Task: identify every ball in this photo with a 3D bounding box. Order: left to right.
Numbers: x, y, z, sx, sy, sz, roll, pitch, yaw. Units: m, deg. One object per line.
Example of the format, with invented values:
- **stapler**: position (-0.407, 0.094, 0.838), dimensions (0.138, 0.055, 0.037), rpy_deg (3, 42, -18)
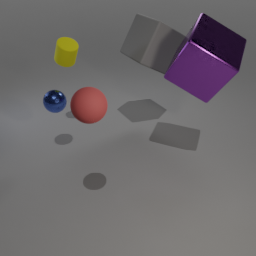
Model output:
- **ball**: position (-2.208, -0.804, 8.464), dimensions (0.700, 0.700, 0.700), rpy_deg (0, 30, 0)
- **ball**: position (-0.738, -0.429, 5.309), dimensions (0.700, 0.700, 0.700), rpy_deg (0, 30, 0)

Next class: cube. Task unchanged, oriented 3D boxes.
- **cube**: position (0.856, -2.797, 9.446), dimensions (1.400, 1.400, 1.400), rpy_deg (12, 21, -39)
- **cube**: position (2.023, -1.822, 7.404), dimensions (1.400, 1.400, 1.400), rpy_deg (30, 54, -3)

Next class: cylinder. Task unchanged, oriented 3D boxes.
- **cylinder**: position (-2.030, -2.491, 9.204), dimensions (0.700, 0.700, 0.700), rpy_deg (12, 50, -14)
